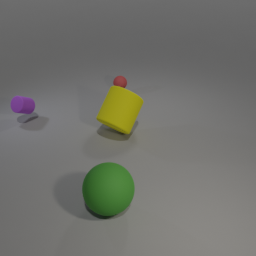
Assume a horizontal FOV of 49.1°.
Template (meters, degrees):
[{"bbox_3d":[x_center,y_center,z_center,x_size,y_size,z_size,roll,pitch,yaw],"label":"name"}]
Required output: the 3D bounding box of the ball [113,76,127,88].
[{"bbox_3d":[-0.395,-2.283,14.132,0.700,0.700,0.700,0,31,0],"label":"ball"}]

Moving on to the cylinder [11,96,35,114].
[{"bbox_3d":[-4.362,-0.949,11.637,0.700,0.700,0.700,15,4,24],"label":"cylinder"}]

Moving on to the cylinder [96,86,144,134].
[{"bbox_3d":[-0.305,-0.675,10.692,1.400,1.400,1.400,24,-7,3],"label":"cylinder"}]

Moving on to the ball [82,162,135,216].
[{"bbox_3d":[-0.520,1.622,7.501,1.400,1.400,1.400,0,31,0],"label":"ball"}]
